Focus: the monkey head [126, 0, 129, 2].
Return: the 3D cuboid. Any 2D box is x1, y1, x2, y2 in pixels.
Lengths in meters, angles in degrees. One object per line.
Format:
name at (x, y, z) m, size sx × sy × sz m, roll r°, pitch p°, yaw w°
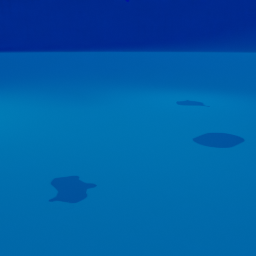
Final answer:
monkey head at (0.170, -4.887, 9.593) m, size 0.868 × 1.036 × 1.440 m, roll -11°, pitch -7°, yaw -10°
